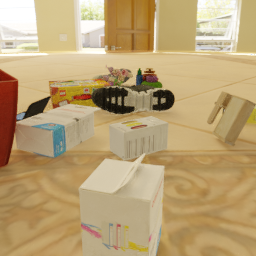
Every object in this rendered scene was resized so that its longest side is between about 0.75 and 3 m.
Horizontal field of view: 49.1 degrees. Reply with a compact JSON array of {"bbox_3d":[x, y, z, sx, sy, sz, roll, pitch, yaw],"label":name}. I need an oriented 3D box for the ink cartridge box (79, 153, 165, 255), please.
[{"bbox_3d":[-0.039,1.014,3.440,0.822,1.312,0.844,5,20,16],"label":"ink cartridge box"}]

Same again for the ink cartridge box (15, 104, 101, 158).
[{"bbox_3d":[-1.726,-0.019,7.414,1.231,0.709,2.125,9,21,25],"label":"ink cartridge box"}]

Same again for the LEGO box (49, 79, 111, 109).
[{"bbox_3d":[-1.961,-1.397,11.226,2.238,0.864,1.667,-6,20,-18],"label":"LEGO box"}]

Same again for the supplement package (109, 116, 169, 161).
[{"bbox_3d":[0.262,0.215,6.751,1.267,0.694,0.721,-13,22,-31],"label":"supplement package"}]

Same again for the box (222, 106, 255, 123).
[{"bbox_3d":[4.158,-0.480,9.105,2.032,0.509,0.765,8,20,23],"label":"box"}]

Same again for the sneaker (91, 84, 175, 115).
[{"bbox_3d":[0.107,-1.097,10.305,2.991,0.994,1.353,-1,16,-15],"label":"sneaker"}]

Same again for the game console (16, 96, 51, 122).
[{"bbox_3d":[-3.273,-0.608,9.118,1.121,0.742,1.275,5,19,14],"label":"game console"}]

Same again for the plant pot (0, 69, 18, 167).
[{"bbox_3d":[-3.559,-0.138,5.932,2.155,1.899,2.153,-11,22,-31],"label":"plant pot"}]

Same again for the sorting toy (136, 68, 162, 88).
[{"bbox_3d":[1.109,-2.790,15.231,1.361,0.930,2.265,-1,19,-4],"label":"sorting toy"}]

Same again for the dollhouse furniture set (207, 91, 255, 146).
[{"bbox_3d":[3.636,0.153,7.519,2.428,1.186,2.071,23,13,-12],"label":"dollhouse furniture set"}]

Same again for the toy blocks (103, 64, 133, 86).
[{"bbox_3d":[-0.731,-1.962,11.951,1.374,1.284,1.156,19,6,42],"label":"toy blocks"}]

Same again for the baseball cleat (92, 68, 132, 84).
[{"bbox_3d":[-0.632,-2.493,14.771,2.525,0.881,1.344,-23,34,-28],"label":"baseball cleat"}]
